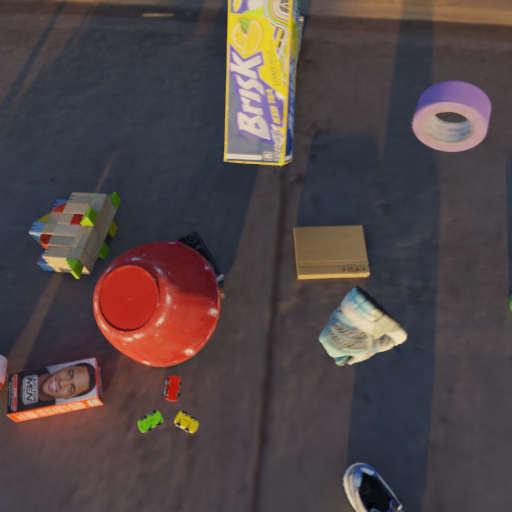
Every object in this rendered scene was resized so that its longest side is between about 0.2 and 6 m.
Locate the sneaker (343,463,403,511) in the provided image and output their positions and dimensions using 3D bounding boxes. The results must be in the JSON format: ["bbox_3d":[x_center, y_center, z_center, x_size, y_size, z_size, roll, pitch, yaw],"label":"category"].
[{"bbox_3d":[1.956,4.094,8.521,0.759,0.839,1.970,-25,63,-14],"label":"sneaker"}]

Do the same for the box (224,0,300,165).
[{"bbox_3d":[0.105,-3.098,9.342,1.076,0.987,3.070,5,103,11],"label":"box"}]

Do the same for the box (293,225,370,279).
[{"bbox_3d":[1.517,-0.096,11.402,1.444,0.154,1.180,-2,59,-1],"label":"box"}]

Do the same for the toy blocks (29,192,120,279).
[{"bbox_3d":[-3.803,-0.487,11.270,1.445,1.056,2.114,4,58,15],"label":"toy blocks"}]

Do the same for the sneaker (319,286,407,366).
[{"bbox_3d":[1.393,1.039,7.757,0.967,2.240,0.869,-45,64,6],"label":"sneaker"}]

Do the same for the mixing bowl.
[{"bbox_3d":[-1.913,0.791,9.714,2.323,1.258,2.323,-2,83,16],"label":"mixing bowl"}]

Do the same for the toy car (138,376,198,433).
[{"bbox_3d":[-1.244,2.103,7.486,0.768,0.182,0.816,-22,86,-31],"label":"toy car"}]

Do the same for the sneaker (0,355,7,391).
[{"bbox_3d":[-5.514,2.244,9.630,2.214,0.806,0.937,-5,57,-5],"label":"sneaker"}]

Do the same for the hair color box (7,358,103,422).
[{"bbox_3d":[-3.500,2.334,9.781,1.515,0.464,0.769,-10,59,-7],"label":"hair color box"}]

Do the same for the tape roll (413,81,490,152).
[{"bbox_3d":[3.339,-2.364,9.586,1.196,1.196,0.508,17,65,10],"label":"tape roll"}]

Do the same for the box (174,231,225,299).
[{"bbox_3d":[-1.589,0.529,10.554,1.717,0.985,1.134,-26,64,-13],"label":"box"}]

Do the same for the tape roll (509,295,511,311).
[{"bbox_3d":[5.275,0.931,10.783,0.732,0.176,0.732,0,60,0],"label":"tape roll"}]

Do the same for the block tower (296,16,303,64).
[{"bbox_3d":[0.648,-4.887,13.936,0.689,0.738,2.552,10,62,6],"label":"block tower"}]
